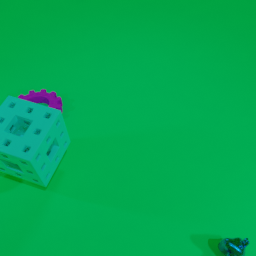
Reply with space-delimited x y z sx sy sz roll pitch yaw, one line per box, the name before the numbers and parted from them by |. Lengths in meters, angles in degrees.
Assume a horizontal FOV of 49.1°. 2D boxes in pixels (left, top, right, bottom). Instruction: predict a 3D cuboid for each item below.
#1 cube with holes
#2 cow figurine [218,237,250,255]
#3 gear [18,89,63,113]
cube with holes | -1.989 0.274 5.545 1.138 1.138 1.138 16 57 10
cow figurine | 1.807 2.338 4.619 0.961 0.536 0.977 -23 59 -25
gear | -2.504 -0.558 7.716 1.362 0.252 1.362 0 45 0
